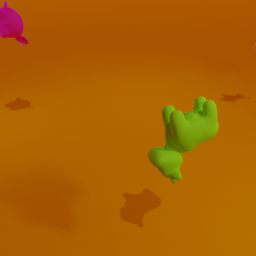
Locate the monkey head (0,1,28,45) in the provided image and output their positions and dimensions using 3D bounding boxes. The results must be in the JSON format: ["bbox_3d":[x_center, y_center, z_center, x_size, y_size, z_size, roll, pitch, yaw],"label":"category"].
[{"bbox_3d":[-3.299,-2.732,7.578,0.811,1.346,0.968,-26,-6,-41],"label":"monkey head"}]

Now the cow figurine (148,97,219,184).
[{"bbox_3d":[0.755,0.179,3.752,1.027,1.010,0.564,-16,20,-7],"label":"cow figurine"}]
